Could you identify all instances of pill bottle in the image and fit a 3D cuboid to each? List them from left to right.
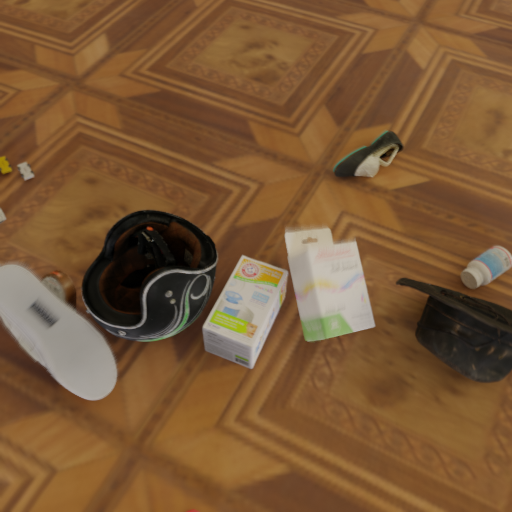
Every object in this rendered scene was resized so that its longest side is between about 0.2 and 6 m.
[{"bbox_3d":[3.676,0.199,8.972,0.796,0.433,0.433,-29,58,-21],"label":"pill bottle"}]

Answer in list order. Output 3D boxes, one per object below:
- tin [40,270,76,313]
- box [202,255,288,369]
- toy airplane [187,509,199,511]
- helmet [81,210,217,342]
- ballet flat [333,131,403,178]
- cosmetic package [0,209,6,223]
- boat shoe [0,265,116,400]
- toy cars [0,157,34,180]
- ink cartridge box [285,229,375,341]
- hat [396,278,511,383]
[{"bbox_3d":[-2.900,0.722,8.160,0.590,1.054,0.221,22,26,30],"label":"tin"},{"bbox_3d":[-0.138,0.811,8.329,0.792,0.714,1.409,20,55,13],"label":"box"},{"bbox_3d":[-1.248,3.864,6.169,2.722,0.501,2.722,-1,50,2],"label":"toy airplane"},{"bbox_3d":[-1.516,0.382,8.049,1.782,1.699,1.782,25,30,-16],"label":"helmet"},{"bbox_3d":[2.168,-1.835,10.457,1.621,0.551,0.554,-36,69,-23],"label":"ballet flat"},{"bbox_3d":[-4.819,-0.826,9.801,0.787,0.343,0.407,36,61,23],"label":"cosmetic package"},{"bbox_3d":[-2.824,1.105,7.682,2.221,0.730,0.799,44,59,-3],"label":"boat shoe"},{"bbox_3d":[-4.511,-1.604,10.494,0.861,0.191,0.386,15,54,7],"label":"toy cars"},{"bbox_3d":[1.045,0.343,8.073,0.934,0.537,1.594,-8,82,-31],"label":"ink cartridge box"},{"bbox_3d":[3.021,1.148,7.738,2.555,2.555,1.031,20,95,14],"label":"hat"}]
